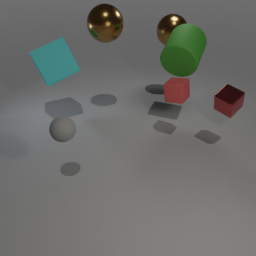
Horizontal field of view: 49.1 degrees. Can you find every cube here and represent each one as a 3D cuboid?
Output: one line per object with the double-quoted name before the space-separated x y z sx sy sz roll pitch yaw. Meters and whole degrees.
"cube" 1.747 -1.345 9.984 0.700 0.700 0.700 10 34 32
"cube" 3.381 -0.906 9.391 0.700 0.700 0.700 -41 55 -16
"cube" -2.883 -2.598 11.147 1.400 1.400 1.400 -29 16 -7

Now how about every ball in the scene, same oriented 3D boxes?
"ball" 1.971 -4.329 12.462 1.400 1.400 1.400 0 30 0
"ball" -1.739 0.032 7.471 0.700 0.700 0.700 0 30 0
"ball" -0.864 -3.970 10.654 1.400 1.400 1.400 0 30 0

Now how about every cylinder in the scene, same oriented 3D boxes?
"cylinder" 2.064 -2.868 10.382 1.400 1.400 1.400 13 55 21
